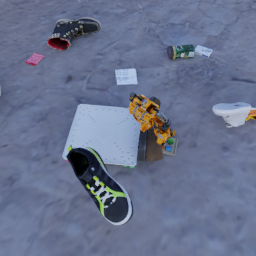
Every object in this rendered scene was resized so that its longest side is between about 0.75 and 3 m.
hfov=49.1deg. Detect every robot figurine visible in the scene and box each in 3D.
[{"bbox_3d":[0.636,-0.249,8.184,1.491,2.057,0.599,37,83,26],"label":"robot figurine"}]

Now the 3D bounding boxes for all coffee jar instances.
[{"bbox_3d":[2.431,-3.522,12.988,1.231,0.525,0.642,-4,52,-4],"label":"coffee jar"}]

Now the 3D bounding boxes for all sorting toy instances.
[{"bbox_3d":[1.372,0.446,10.046,0.800,0.144,1.074,12,53,9],"label":"sorting toy"}]

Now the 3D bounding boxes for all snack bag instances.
[{"bbox_3d":[-0.079,-2.235,12.229,0.934,0.106,0.991,-3,52,-3],"label":"snack bag"}]

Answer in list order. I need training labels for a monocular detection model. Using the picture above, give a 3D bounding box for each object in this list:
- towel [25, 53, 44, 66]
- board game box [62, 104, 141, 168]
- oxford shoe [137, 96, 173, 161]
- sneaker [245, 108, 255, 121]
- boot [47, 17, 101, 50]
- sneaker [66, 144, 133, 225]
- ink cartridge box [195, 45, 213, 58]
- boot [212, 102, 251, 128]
[{"bbox_3d":[-4.333,-3.204,13.018,0.574,0.089,0.793,18,53,13],"label":"towel"},{"bbox_3d":[-0.827,0.236,10.108,2.492,0.322,2.493,6,52,4],"label":"board game box"},{"bbox_3d":[1.014,0.020,9.842,1.128,0.971,2.672,3,57,8],"label":"oxford shoe"},{"bbox_3d":[5.062,-0.543,10.727,1.376,0.502,0.531,-11,74,-4],"label":"sneaker"},{"bbox_3d":[-2.637,-4.584,13.606,2.412,0.883,1.816,7,50,10],"label":"boot"},{"bbox_3d":[-0.927,1.525,7.583,0.942,1.088,2.628,-47,61,10],"label":"sneaker"},{"bbox_3d":[3.616,-3.715,13.384,0.754,0.153,0.755,24,55,18],"label":"ink cartridge box"},{"bbox_3d":[3.646,-0.396,9.944,1.807,0.864,0.665,-6,26,-30],"label":"boot"}]
